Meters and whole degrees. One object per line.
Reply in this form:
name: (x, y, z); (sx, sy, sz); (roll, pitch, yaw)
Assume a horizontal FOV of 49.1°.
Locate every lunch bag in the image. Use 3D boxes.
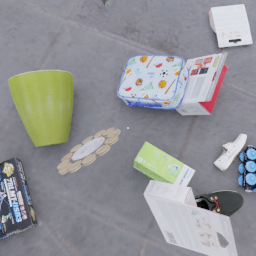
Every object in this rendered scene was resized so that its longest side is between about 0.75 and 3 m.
lunch bag: (0.902, -1.722, 10.853); (2.655, 1.003, 2.127); (8, 74, 30)

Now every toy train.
toy train: (4.717, 1.541, 10.402); (1.010, 0.766, 1.767); (13, 71, -5)

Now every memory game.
memory game: (-1.185, 0.658, 8.525); (2.238, 2.238, 0.143); (-34, 107, -10)

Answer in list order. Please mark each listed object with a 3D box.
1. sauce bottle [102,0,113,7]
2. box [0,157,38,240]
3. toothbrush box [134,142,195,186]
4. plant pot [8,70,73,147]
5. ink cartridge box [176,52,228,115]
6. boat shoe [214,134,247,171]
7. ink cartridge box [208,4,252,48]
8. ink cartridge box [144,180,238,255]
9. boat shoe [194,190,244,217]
sauce bottle: (-0.946, -4.472, 8.896); (0.483, 0.483, 1.463); (-26, 75, -8)
box: (-4.883, 2.710, 10.065); (2.602, 0.651, 2.622); (-20, 74, -7)
toothbrush box: (1.224, 1.457, 10.042); (1.948, 1.419, 0.839); (32, 75, 10)
plant pot: (-3.030, -0.612, 10.453); (2.343, 2.343, 2.504); (-10, 88, -3)
ink cartridge box: (2.889, -1.633, 10.694); (0.912, 1.909, 2.175); (34, 72, -32)
boat shoe: (3.889, 0.816, 10.670); (0.588, 0.600, 1.696); (36, 77, 10)
ink cartridge box: (4.548, -4.472, 12.454); (1.561, 0.483, 1.925); (-7, 82, -3)
ink cartridge box: (1.738, 2.473, 7.256); (2.145, 2.434, 0.544); (6, 46, 34)
boat shoe: (2.855, 2.848, 9.931); (2.768, 0.867, 1.013); (-12, 72, -5)
